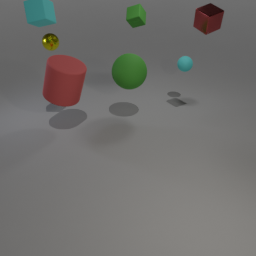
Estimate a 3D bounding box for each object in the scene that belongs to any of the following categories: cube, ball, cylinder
[{"bbox_3d":[0.388,-5.243,13.131,0.700,0.700,0.700,-4,-16,28],"label":"cube"},{"bbox_3d":[2.610,-2.929,12.813,0.700,0.700,0.700,0,29,0],"label":"ball"},{"bbox_3d":[0.054,-2.224,11.056,1.400,1.400,1.400,0,29,0],"label":"ball"},{"bbox_3d":[2.832,-3.849,9.878,0.700,0.700,0.700,-27,54,-18],"label":"cube"},{"bbox_3d":[-2.866,-3.777,9.163,0.700,0.700,0.700,-6,8,15],"label":"cube"},{"bbox_3d":[-3.196,-3.550,11.571,0.700,0.700,0.700,0,29,0],"label":"ball"},{"bbox_3d":[-2.334,-1.736,10.256,1.400,1.400,1.400,14,35,-10],"label":"cylinder"}]
